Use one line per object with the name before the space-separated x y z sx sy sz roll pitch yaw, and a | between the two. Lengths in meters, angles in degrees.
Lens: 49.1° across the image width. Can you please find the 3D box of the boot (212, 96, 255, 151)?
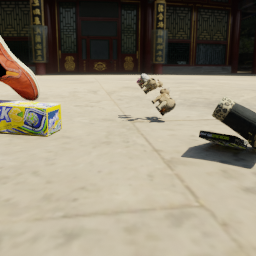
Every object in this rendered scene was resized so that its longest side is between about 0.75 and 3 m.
boot | 2.448 -0.087 5.908 1.274 0.609 1.687 35 3 17

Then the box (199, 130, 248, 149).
box | 2.176 0.264 6.379 0.839 0.206 0.869 8 -6 41

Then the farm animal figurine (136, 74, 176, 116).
farm animal figurine | 1.017 -1.264 9.586 0.794 1.580 1.276 -37 4 6

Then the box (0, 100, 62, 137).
box | -3.270 -0.336 8.092 2.541 0.817 0.890 4 14 13

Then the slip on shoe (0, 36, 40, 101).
slip on shoe | -3.429 -1.574 7.764 1.031 0.851 2.783 -1 -31 17
